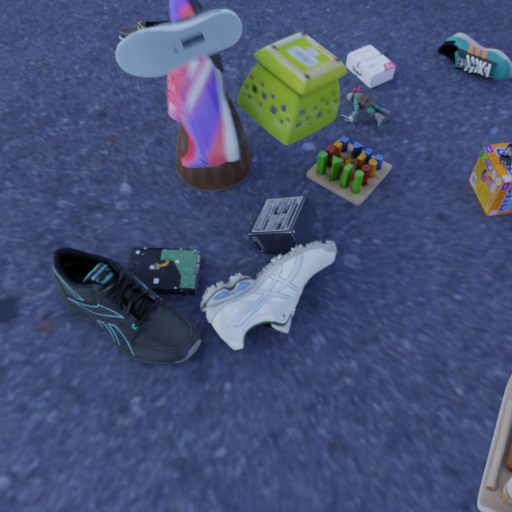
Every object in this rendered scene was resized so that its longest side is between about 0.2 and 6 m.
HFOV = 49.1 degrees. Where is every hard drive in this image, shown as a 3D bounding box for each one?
[{"bbox_3d":[-1.688,0.276,10.226,1.295,0.245,0.905,1,55,1],"label":"hard drive"}]

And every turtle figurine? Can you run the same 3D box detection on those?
[{"bbox_3d":[2.393,-3.332,12.566,1.168,0.588,0.874,32,61,14],"label":"turtle figurine"}]

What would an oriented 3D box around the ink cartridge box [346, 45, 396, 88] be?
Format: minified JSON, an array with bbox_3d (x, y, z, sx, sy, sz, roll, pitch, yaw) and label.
[{"bbox_3d":[2.746,-4.567,13.484,0.717,0.418,0.985,-27,61,-17],"label":"ink cartridge box"}]

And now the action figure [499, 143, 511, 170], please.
[{"bbox_3d":[3.723,-1.396,7.654,0.673,0.578,1.133,29,42,32],"label":"action figure"}]

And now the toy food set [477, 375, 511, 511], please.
[{"bbox_3d":[4.392,2.954,8.060,1.762,0.742,2.456,23,58,15],"label":"toy food set"}]

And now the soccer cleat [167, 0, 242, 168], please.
[{"bbox_3d":[-1.030,-2.754,8.994,1.035,2.829,0.965,-17,30,-5],"label":"soccer cleat"}]

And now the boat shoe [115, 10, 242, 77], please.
[{"bbox_3d":[-0.983,-2.746,7.226,1.623,0.574,0.737,-16,26,-1],"label":"boat shoe"}]

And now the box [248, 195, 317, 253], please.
[{"bbox_3d":[0.510,-0.581,10.412,0.944,0.587,0.952,-2,49,36],"label":"box"}]

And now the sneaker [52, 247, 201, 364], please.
[{"bbox_3d":[-2.272,0.813,9.311,2.956,1.172,1.115,25,57,15],"label":"sneaker"}]

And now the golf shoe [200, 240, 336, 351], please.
[{"bbox_3d":[0.404,0.684,9.700,2.634,1.031,1.281,-27,79,-14],"label":"golf shoe"}]

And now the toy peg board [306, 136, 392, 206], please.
[{"bbox_3d":[1.951,-1.913,11.508,1.313,0.642,1.307,33,62,20],"label":"toy peg board"}]

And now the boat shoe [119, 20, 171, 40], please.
[{"bbox_3d":[-2.768,-5.779,14.301,1.502,0.452,0.535,-3,55,-2],"label":"boat shoe"}]

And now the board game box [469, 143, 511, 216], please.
[{"bbox_3d":[4.972,-1.521,11.013,0.993,0.994,0.993,-7,56,-5],"label":"board game box"}]

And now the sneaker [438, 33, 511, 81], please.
[{"bbox_3d":[5.202,-4.658,13.440,0.759,0.678,1.901,-32,55,-16],"label":"sneaker"}]

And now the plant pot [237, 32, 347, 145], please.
[{"bbox_3d":[0.635,-2.844,9.295,1.308,1.193,1.315,-34,69,-31],"label":"plant pot"}]

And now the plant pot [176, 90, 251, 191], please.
[{"bbox_3d":[-0.895,-2.462,11.230,1.608,1.721,1.608,0,55,0],"label":"plant pot"}]
